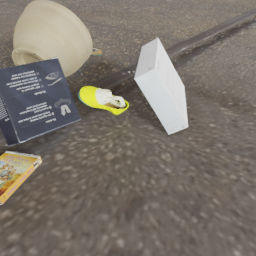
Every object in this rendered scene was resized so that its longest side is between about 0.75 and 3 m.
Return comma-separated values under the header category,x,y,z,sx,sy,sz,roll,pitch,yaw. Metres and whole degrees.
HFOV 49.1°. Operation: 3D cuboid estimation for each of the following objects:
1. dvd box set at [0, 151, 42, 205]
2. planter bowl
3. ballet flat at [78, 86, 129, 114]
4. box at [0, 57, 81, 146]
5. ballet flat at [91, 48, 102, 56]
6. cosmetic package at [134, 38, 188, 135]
category,x,y,z,sx,sy,sz,roll,pitch,yaw
dvd box set,-2.508,0.956,5.684,0.938,0.188,1.282,6,33,20
planter bowl,-2.633,-2.507,9.020,2.503,2.503,1.684,13,58,19
ballet flat,-0.510,-0.704,6.839,0.523,0.521,1.560,-12,-18,31
box,-2.122,-0.594,6.247,1.524,1.550,0.910,-25,8,-39
ballet flat,-1.497,-3.034,11.196,0.931,0.304,0.328,-5,17,-10
cosmetic package,0.951,-1.219,7.598,0.610,1.780,2.361,-22,28,21
